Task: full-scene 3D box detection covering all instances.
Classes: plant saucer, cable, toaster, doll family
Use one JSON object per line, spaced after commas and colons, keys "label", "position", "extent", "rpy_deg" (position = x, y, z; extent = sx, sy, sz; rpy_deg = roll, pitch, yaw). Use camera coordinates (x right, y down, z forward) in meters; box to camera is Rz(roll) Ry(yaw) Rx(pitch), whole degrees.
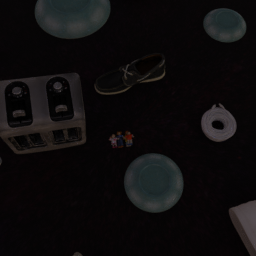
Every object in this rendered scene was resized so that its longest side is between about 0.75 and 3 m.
{"label": "plant saucer", "position": [0.754, 1.518, 8.066], "extent": [1.743, 0.335, 1.743], "rpy_deg": [0, 67, 0]}
{"label": "plant saucer", "position": [3.590, -3.876, 10.272], "extent": [1.590, 0.306, 1.590], "rpy_deg": [0, 67, 1]}
{"label": "cable", "position": [2.796, -0.106, 8.703], "extent": [1.069, 0.370, 1.069], "rpy_deg": [-39, 75, -14]}
{"label": "toaster", "position": [-2.352, -0.320, 7.856], "extent": [2.201, 2.434, 1.444], "rpy_deg": [-8, 70, -11]}
{"label": "plant saucer", "position": [-2.107, -4.662, 10.462], "extent": [2.893, 0.557, 2.893], "rpy_deg": [0, 68, -1]}
{"label": "doll family", "position": [-0.166, 0.334, 8.588], "extent": [0.794, 0.358, 0.493], "rpy_deg": [-11, 75, 15]}

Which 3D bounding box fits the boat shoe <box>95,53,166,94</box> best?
{"label": "boat shoe", "position": [0.056, -1.816, 9.164], "extent": [2.466, 0.834, 0.885], "rpy_deg": [-19, 71, -6]}

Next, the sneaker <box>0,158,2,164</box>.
{"label": "sneaker", "position": [-3.920, 1.010, 7.263], "extent": [0.473, 1.336, 0.488], "rpy_deg": [-39, 74, 17]}

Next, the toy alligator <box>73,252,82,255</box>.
{"label": "toy alligator", "position": [-0.733, 4.143, 6.870], "extent": [0.763, 0.553, 2.303], "rpy_deg": [-33, 68, 22]}

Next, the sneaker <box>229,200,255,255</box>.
{"label": "sneaker", "position": [3.995, 3.091, 7.040], "extent": [1.644, 1.048, 2.845], "rpy_deg": [-21, 68, -5]}
